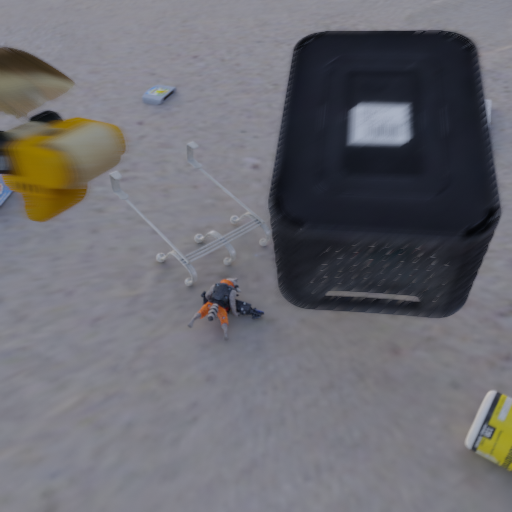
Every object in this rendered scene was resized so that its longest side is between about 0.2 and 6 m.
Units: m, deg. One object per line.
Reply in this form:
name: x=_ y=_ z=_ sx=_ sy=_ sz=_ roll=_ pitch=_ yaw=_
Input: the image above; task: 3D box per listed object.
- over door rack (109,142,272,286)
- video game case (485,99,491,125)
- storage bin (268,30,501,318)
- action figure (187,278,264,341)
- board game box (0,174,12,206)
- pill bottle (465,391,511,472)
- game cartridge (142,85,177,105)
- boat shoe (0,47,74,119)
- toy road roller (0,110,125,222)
over door rack: x=-1.001 y=-0.635 z=8.570 sx=1.564 sy=0.705 sz=2.118 roll=-30 pitch=69 yaw=-31
video game case: x=4.200 y=-2.952 z=11.974 sx=1.496 sy=0.188 sz=2.090 roll=13 pitch=41 yaw=15
storage bin: x=1.353 y=-1.025 z=6.280 sx=2.075 sy=1.439 sz=3.070 roll=3 pitch=54 yaw=9
action figure: x=-0.371 y=0.652 z=7.337 sx=0.917 sy=0.479 sz=0.887 roll=10 pitch=49 yaw=12
board game box: x=-5.596 y=-1.528 z=9.961 sx=2.774 sy=0.508 sz=2.099 roll=4 pitch=39 yaw=4
pill bottle: x=2.794 y=1.907 z=5.611 sx=1.190 sy=0.667 sz=0.667 roll=24 pitch=45 yaw=27
game cartridge: x=-2.270 y=-3.743 z=12.980 sx=0.555 sy=0.168 sz=0.832 roll=10 pitch=40 yaw=18
boat shoe: x=-2.745 y=-1.906 z=6.305 sx=0.685 sy=0.617 sz=1.899 roll=33 pitch=20 yaw=-1
toy road roller: x=-2.042 y=-0.861 z=5.841 sx=1.407 sy=1.027 sz=0.864 roll=15 pitch=39 yaw=30
